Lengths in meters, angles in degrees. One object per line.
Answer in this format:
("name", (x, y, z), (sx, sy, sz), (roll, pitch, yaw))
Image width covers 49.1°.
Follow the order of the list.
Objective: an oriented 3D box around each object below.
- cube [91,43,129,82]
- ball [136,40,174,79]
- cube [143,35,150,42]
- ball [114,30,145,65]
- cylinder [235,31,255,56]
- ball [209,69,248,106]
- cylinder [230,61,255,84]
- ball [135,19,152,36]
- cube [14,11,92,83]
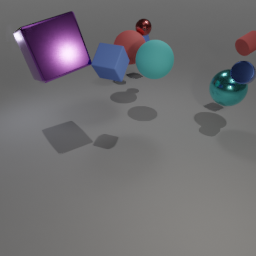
("cube", (-0.457, -1.755, 7.509), (0.700, 0.700, 0.700), (14, 75, 18))
("ball", (0.977, -2.497, 10.257), (1.400, 1.400, 1.400), (0, 30, 0))
("cube", (0.670, -4.778, 15.182), (0.700, 0.700, 0.700), (-21, 8, -39))
("ball", (0.076, -3.406, 11.873), (1.400, 1.400, 1.400), (0, 30, 0))
("cylinder", (4.490, -3.142, 10.399), (0.700, 0.700, 0.700), (-32, 39, -13))
("ball", (3.813, -1.523, 10.652), (1.400, 1.400, 1.400), (0, 30, 0))
("cylinder", (3.680, -1.750, 8.911), (0.700, 0.700, 0.700), (17, 14, 27))
("ball", (0.660, -4.294, 11.953), (0.700, 0.700, 0.700), (0, 30, 0))
("cube", (-2.043, -2.156, 7.558), (1.400, 1.400, 1.400), (-28, 24, -20))
